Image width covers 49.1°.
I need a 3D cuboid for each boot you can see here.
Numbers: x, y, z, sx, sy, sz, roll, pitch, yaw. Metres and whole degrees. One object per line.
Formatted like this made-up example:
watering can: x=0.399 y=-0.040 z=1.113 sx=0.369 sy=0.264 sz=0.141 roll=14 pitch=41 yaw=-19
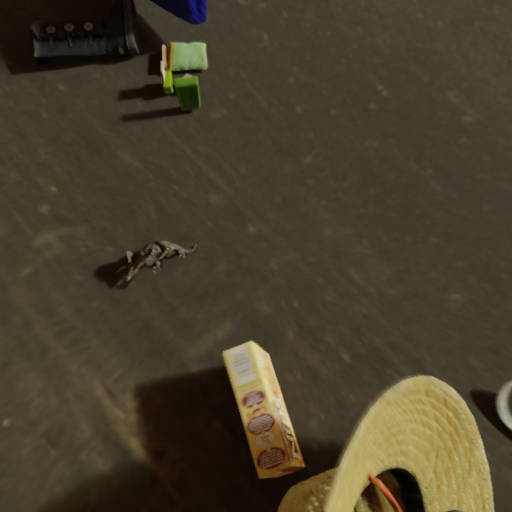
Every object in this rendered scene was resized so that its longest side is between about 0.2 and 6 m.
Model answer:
boot: x=-3.588 y=-4.827 z=11.749 sx=2.105 sy=0.691 sz=1.735 roll=-8 pitch=63 yaw=1

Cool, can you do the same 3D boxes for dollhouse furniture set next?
dollhouse furniture set: x=-1.440 y=-3.809 z=11.129 sx=0.907 sy=0.700 sz=1.814 roll=-5 pitch=62 yaw=-1

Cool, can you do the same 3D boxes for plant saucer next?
plant saucer: x=4.129 y=2.257 z=8.416 sx=0.936 sy=0.235 sz=0.936 roll=-2 pitch=83 yaw=20

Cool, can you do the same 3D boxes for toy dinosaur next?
toy dinosaur: x=-1.665 y=-0.069 z=9.471 sx=1.376 sy=0.529 sz=0.704 roll=-33 pitch=35 yaw=-29

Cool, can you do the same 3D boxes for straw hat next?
straw hat: x=1.221 y=3.528 z=6.919 sx=1.807 sy=4.269 sz=4.269 roll=-8 pitch=55 yaw=44

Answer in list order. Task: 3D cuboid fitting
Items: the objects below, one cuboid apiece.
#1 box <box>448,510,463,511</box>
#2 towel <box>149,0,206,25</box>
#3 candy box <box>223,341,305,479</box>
box: x=2.601 y=3.706 z=6.768 sx=0.633 sy=1.078 sz=1.060 roll=0 pitch=70 yaw=26
towel: x=-2.147 y=-6.253 z=11.171 sx=3.120 sy=2.304 sz=0.773 roll=39 pitch=65 yaw=24
candy box: x=0.113 y=2.219 z=8.057 sx=0.496 sy=1.035 sz=1.793 roll=-22 pitch=65 yaw=8
